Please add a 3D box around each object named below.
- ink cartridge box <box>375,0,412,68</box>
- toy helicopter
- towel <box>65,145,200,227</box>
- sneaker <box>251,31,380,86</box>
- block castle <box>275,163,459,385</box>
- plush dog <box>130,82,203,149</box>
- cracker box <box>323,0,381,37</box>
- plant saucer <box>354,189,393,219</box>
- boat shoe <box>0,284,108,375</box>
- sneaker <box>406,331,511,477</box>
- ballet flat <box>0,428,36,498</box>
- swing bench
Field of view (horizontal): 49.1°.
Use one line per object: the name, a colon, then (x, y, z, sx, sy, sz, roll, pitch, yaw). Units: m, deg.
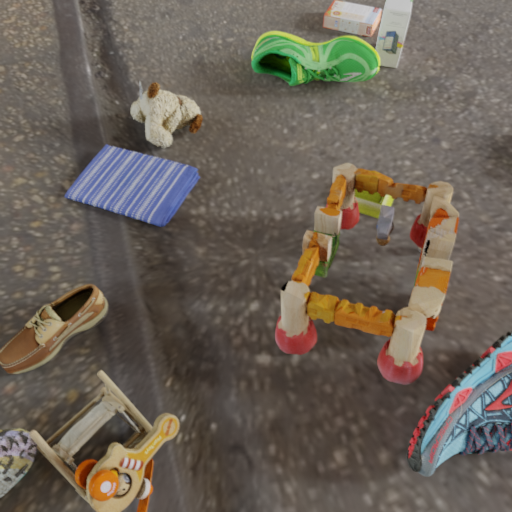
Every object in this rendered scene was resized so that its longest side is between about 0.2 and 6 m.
ink cartridge box: (3.129, -5.197, 12.818, 0.607, 1.386, 1.007, 13, 51, 6)
toy helicopter: (-1.382, 2.473, 6.642, 0.534, 0.895, 1.353, -1, 37, 52)
towel: (-2.272, -1.321, 10.433, 2.090, 0.249, 1.513, 17, 55, 15)
sneaker: (1.245, -4.141, 12.272, 2.904, 1.076, 1.214, 12, 56, 20)
block castle: (1.719, 0.204, 8.373, 2.127, 1.494, 3.184, 13, 49, 16)
plush dog: (-1.711, -2.956, 11.327, 1.212, 1.132, 1.411, -7, 47, -36)
cracker box: (2.423, -5.990, 14.121, 1.270, 0.366, 0.851, 18, 53, 15)
plant saucer: (2.054, -1.163, 10.261, 0.930, 0.223, 0.932, 19, 54, 15)
boat shoe: (-3.013, 0.988, 8.223, 0.661, 0.645, 1.746, 36, 59, 26)
sneaker: (3.040, 2.022, 7.148, 2.585, 1.025, 1.235, -34, 60, -24)
ballet flat: (-4.021, 2.830, 6.517, 2.824, 1.016, 1.016, -27, 56, -20)
swing bench: (-1.994, 2.318, 7.080, 1.146, 0.743, 1.140, 40, 60, 14)
